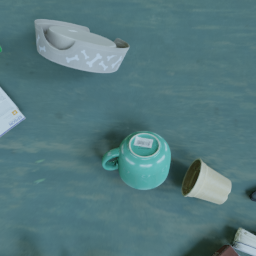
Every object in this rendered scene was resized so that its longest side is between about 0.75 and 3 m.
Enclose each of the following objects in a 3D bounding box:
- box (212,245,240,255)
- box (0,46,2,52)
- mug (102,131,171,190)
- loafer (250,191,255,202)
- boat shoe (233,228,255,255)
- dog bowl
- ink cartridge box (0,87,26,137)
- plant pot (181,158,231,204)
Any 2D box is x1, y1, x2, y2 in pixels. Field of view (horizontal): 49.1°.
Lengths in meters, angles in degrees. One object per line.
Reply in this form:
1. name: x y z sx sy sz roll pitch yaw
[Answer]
1. box: 2.280 3.902 7.304 1.644 0.616 0.823 -34 72 -11
2. box: -5.820 -2.844 10.026 2.274 0.550 1.334 -27 71 -12
3. mug: 0.323 0.890 7.945 1.834 1.134 1.507 -26 53 -21
4. loafer: 4.128 1.928 8.198 1.093 0.384 0.371 -8 69 -3
5. boat shoe: 3.914 3.239 7.538 2.030 0.720 0.709 16 72 13
6. dog bowl: -1.484 -2.604 8.908 2.988 2.988 0.876 21 114 8
7. ink cartridge box: -4.818 -0.335 9.050 2.269 0.500 2.311 -40 76 -14
8. plant pot: 2.276 1.622 8.015 1.070 1.168 1.168 25 70 -3
